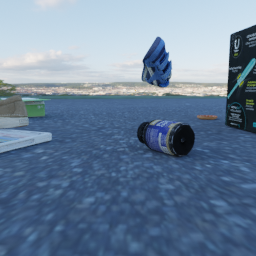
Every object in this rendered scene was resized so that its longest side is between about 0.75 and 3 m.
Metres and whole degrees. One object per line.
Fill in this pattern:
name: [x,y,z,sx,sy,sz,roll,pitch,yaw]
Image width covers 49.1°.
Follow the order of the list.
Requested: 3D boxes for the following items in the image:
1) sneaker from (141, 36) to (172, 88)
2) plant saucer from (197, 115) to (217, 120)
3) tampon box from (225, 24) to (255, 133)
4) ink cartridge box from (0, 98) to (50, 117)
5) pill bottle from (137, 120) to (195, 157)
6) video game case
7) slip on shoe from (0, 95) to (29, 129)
sneaker: [0.957,-1.907,8.411,0.907,0.816,2.206,33,-11,11]
plant saucer: [3.242,-0.434,11.472,0.798,0.129,0.798,0,9,0]
tampon box: [4.290,-1.419,8.172,1.874,2.968,2.225,-1,8,-9]
ink cartridge box: [-4.533,-0.891,12.312,1.372,0.784,2.643,-6,10,-38]
pill bottle: [0.691,0.161,5.460,0.625,0.625,1.118,-6,9,-35]
video game case: [-2.993,0.300,5.976,1.607,0.202,2.244,4,9,24]
slip on shoe: [-4.075,-0.331,7.571,2.781,0.843,1.057,-5,6,12]
